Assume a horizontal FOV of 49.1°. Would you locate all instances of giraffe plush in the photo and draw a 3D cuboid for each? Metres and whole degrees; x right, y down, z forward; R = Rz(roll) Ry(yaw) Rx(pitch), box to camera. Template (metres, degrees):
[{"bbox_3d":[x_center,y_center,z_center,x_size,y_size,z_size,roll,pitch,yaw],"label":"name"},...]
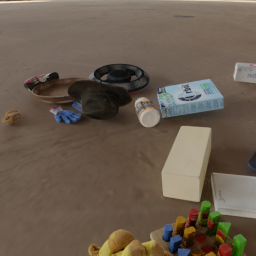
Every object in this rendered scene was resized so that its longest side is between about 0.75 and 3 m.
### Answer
[{"bbox_3d":[-0.055,2.071,4.397,1.239,1.069,1.004,-44,28,-3],"label":"giraffe plush"}]

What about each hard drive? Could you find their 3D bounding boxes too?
[{"bbox_3d":[2.709,1.449,5.969,1.713,0.229,1.130,4,30,8],"label":"hard drive"}]

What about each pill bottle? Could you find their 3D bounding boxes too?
[{"bbox_3d":[0.583,-0.535,8.981,0.637,0.637,1.095,-6,31,-10],"label":"pill bottle"}]

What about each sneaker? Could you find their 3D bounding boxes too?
[{"bbox_3d":[-3.599,-1.874,11.517,0.658,0.612,1.524,5,22,43],"label":"sneaker"}]

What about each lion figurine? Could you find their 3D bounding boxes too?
[{"bbox_3d":[-3.801,-0.375,9.096,0.585,0.346,0.955,-22,22,-21],"label":"lion figurine"}]

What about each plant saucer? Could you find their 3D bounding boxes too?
[{"bbox_3d":[-2.385,-1.421,10.608,2.362,0.379,2.362,-3,25,1],"label":"plant saucer"}]

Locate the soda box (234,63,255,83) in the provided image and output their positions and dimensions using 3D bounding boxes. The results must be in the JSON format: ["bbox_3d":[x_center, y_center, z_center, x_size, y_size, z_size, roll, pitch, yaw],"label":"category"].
[{"bbox_3d":[5.656,-2.330,12.029,2.024,0.691,0.642,7,31,12],"label":"soda box"}]

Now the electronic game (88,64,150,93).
[{"bbox_3d":[-0.376,-2.081,11.741,2.560,0.533,2.560,0,34,0],"label":"electronic game"}]

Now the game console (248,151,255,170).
[{"bbox_3d":[4.550,0.251,6.706,1.552,2.239,2.623,44,43,16],"label":"game console"}]

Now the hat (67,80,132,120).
[{"bbox_3d":[-0.914,-0.716,8.861,2.075,2.075,0.837,4,74,7],"label":"hat"}]

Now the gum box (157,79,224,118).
[{"bbox_3d":[2.084,-1.058,9.749,1.997,0.445,1.697,-9,30,5],"label":"gum box"}]

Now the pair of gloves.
[{"bbox_3d":[-1.760,-0.606,9.558,1.706,0.194,1.372,-24,38,-34],"label":"pair of gloves"}]

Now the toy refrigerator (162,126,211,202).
[{"bbox_3d":[1.464,0.771,6.673,0.800,0.737,2.107,4,29,21],"label":"toy refrigerator"}]

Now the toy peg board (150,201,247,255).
[{"bbox_3d":[1.234,1.911,4.783,1.259,0.618,1.264,-13,32,-22],"label":"toy peg board"}]
